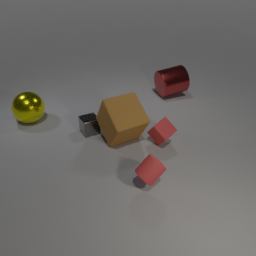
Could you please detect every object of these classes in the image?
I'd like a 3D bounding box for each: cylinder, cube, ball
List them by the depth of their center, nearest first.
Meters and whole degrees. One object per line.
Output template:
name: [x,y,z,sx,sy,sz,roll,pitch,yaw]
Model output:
cylinder: [0.692,1.272,8.564,0.700,0.700,0.700,-49,39,6]
cube: [1.306,0.123,10.741,0.700,0.700,0.700,-39,86,-27]
cube: [-0.234,-0.318,10.782,1.400,1.400,1.400,-17,69,-25]
cube: [-1.602,-0.132,11.666,0.700,0.700,0.700,-15,35,-24]
ball: [-4.365,-0.898,12.278,1.400,1.400,1.400,0,31,0]
cylinder: [2.264,-2.443,14.594,1.400,1.400,1.400,-17,35,-13]
